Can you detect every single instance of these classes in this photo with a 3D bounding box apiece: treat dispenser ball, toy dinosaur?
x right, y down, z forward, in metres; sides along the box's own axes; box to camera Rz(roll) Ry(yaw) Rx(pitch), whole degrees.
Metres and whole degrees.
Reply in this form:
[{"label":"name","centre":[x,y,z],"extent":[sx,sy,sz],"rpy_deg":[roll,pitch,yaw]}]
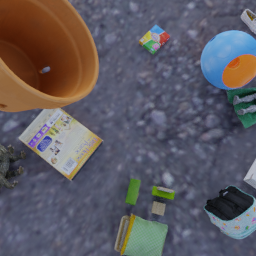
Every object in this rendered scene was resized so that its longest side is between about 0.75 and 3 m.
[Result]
[{"label":"treat dispenser ball","centre":[3.161,-2.083,8.662],"extent":[1.767,1.767,1.767],"rpy_deg":[0,75,0]},{"label":"toy dinosaur","centre":[-3.872,1.249,8.309],"extent":[1.363,1.025,2.664],"rpy_deg":[-10,82,11]}]

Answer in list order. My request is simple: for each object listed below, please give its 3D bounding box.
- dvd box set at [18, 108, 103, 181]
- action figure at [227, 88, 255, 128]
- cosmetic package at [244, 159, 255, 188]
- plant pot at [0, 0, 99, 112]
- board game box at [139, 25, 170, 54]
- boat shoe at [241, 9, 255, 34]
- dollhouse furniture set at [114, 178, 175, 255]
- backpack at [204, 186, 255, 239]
[{"label":"dvd box set","centre":[-2.075,0.382,8.733],"extent":[2.146,0.316,1.570],"rpy_deg":[36,78,9]},{"label":"action figure","centre":[4.563,-0.961,8.964],"extent":[2.368,0.647,1.399],"rpy_deg":[-15,73,-8]},{"label":"cosmetic package","centre":[4.440,1.614,8.225],"extent":[1.683,0.683,0.950],"rpy_deg":[36,78,10]},{"label":"plant pot","centre":[-2.369,-1.611,6.381],"extent":[2.002,2.861,2.861],"rpy_deg":[-20,72,37]},{"label":"board game box","centre":[0.915,-3.076,9.723],"extent":[0.667,0.176,0.871],"rpy_deg":[42,79,10]},{"label":"boat shoe","centre":[4.454,-3.695,9.772],"extent":[0.403,0.396,1.135],"rpy_deg":[-36,78,-9]},{"label":"dollhouse furniture set","centre":[0.490,2.615,7.757],"extent":[1.367,1.048,2.087],"rpy_deg":[13,76,4]},{"label":"backpack","centre":[2.944,2.346,7.645],"extent":[1.236,1.406,1.078],"rpy_deg":[-31,92,-10]}]
